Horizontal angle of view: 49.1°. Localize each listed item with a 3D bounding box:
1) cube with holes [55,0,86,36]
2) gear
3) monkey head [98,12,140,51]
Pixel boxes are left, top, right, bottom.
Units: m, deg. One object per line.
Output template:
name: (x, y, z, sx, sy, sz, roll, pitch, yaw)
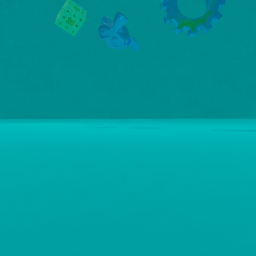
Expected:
cube with holes: (-2.099, -4.081, 10.341, 0.793, 0.793, 0.793, 27, -55, -28)
gear: (1.820, -3.510, 7.954, 1.748, 1.748, 0.323, 0, 1, 0)
monkey head: (-0.327, -3.342, 9.588, 1.765, 1.270, 1.063, 41, 34, 5)
